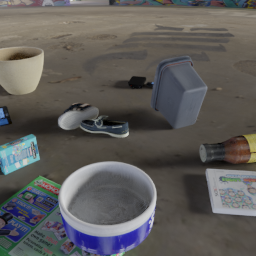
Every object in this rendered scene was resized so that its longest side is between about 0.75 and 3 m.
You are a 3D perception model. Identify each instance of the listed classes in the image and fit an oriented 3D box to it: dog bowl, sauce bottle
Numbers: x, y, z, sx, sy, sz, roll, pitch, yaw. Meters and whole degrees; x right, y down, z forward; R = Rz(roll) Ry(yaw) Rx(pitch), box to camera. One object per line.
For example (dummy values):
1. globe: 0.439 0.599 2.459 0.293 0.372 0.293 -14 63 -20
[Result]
1. dog bowl: -0.395 1.516 5.633 1.887 0.743 1.887 0 30 0
2. sauce bottle: 3.362 0.584 8.032 2.556 0.844 0.844 -3 30 -6

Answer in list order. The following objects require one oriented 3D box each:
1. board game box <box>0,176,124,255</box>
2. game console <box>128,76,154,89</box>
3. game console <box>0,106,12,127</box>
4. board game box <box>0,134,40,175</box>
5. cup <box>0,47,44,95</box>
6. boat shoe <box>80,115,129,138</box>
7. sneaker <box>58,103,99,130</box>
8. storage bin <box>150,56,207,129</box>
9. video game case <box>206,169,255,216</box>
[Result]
1. board game box: -1.476 2.101 5.761 2.841 0.414 1.912 16 33 27
2. game console: 1.028 -2.169 13.513 1.980 0.239 1.168 7 30 11
3. game console: -4.720 -0.394 10.152 0.825 0.725 0.480 -15 4 -26
4. board game box: -3.050 0.726 7.820 1.044 0.788 0.245 -25 38 -37
5. cup: -4.940 -2.523 12.613 2.418 1.729 2.418 1 30 0
6. boat shoe: -0.824 -0.109 9.539 1.769 0.547 0.662 12 32 21
7. sneaker: -1.901 -0.444 9.996 0.719 0.710 1.811 25 26 29
8. storage bin: 1.899 -1.128 9.801 1.612 2.215 1.488 -14 50 -18
9. video game case: 2.815 1.557 6.920 1.589 0.188 1.446 3 31 6
